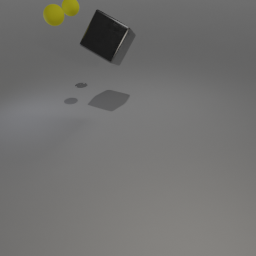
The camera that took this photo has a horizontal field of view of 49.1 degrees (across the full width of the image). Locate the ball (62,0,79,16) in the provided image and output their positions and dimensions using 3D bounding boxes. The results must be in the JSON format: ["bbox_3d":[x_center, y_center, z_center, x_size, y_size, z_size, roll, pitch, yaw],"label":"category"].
[{"bbox_3d":[-2.321,-4.888,11.305,0.700,0.700,0.700,0,30,0],"label":"ball"}]

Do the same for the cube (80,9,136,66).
[{"bbox_3d":[-0.725,-3.342,10.573,1.400,1.400,1.400,31,13,5],"label":"cube"}]

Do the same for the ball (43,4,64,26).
[{"bbox_3d":[-2.529,-3.853,9.559,0.700,0.700,0.700,0,30,0],"label":"ball"}]
